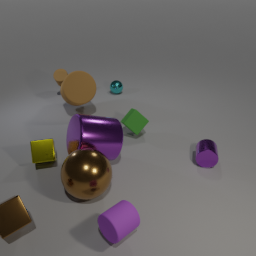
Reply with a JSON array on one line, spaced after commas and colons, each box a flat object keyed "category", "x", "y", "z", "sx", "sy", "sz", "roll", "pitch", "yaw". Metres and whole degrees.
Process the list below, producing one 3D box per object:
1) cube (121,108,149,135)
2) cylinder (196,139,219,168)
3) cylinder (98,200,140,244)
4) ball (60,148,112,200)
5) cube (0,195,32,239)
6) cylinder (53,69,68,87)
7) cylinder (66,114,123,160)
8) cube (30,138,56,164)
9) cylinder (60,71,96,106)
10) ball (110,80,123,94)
[{"category": "cube", "x": 0.247, "y": -0.254, "z": 10.679, "sx": 0.700, "sy": 0.700, "sz": 0.700, "roll": -50, "pitch": 14, "yaw": -1}, {"category": "cylinder", "x": 2.577, "y": 0.831, "z": 9.165, "sx": 0.700, "sy": 0.700, "sz": 0.700, "roll": 6, "pitch": 29, "yaw": 11}, {"category": "cylinder", "x": -0.205, "y": 2.099, "z": 6.316, "sx": 0.700, "sy": 0.700, "sz": 0.700, "roll": -24, "pitch": 37, "yaw": -39}, {"category": "ball", "x": -1.127, "y": 1.242, "z": 7.658, "sx": 1.400, "sy": 1.400, "sz": 1.400, "roll": 0, "pitch": 29, "yaw": 0}, {"category": "cube", "x": -2.775, "y": 2.052, "z": 6.532, "sx": 0.700, "sy": 0.700, "sz": 0.700, "roll": -27, "pitch": 1, "yaw": -32}, {"category": "cylinder", "x": -3.308, "y": -2.508, "z": 14.057, "sx": 0.700, "sy": 0.700, "sz": 0.700, "roll": 1, "pitch": -16, "yaw": 2}, {"category": "cylinder", "x": -1.074, "y": 0.309, "z": 8.890, "sx": 1.400, "sy": 1.400, "sz": 1.400, "roll": 6, "pitch": 23, "yaw": -30}, {"category": "cube", "x": -2.718, "y": 0.757, "z": 9.037, "sx": 0.700, "sy": 0.700, "sz": 0.700, "roll": -7, "pitch": -7, "yaw": -13}, {"category": "cylinder", "x": -2.192, "y": -1.697, "z": 12.229, "sx": 1.400, "sy": 1.400, "sz": 1.400, "roll": -9, "pitch": 5, "yaw": -17}, {"category": "ball", "x": -0.604, "y": -2.140, "z": 14.631, "sx": 0.700, "sy": 0.700, "sz": 0.700, "roll": 0, "pitch": 29, "yaw": 0}]
